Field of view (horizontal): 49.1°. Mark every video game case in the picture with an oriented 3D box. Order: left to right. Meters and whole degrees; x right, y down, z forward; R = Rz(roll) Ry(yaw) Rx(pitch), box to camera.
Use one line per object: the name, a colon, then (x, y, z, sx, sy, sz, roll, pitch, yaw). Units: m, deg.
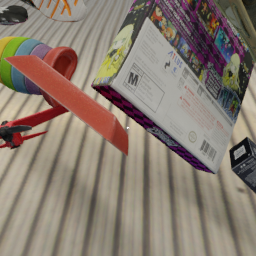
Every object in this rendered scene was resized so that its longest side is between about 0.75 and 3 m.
video game case: (1.076, -0.999, 4.630, 0.528, 2.948, 2.672, 8, 69, 47)

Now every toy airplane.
toy airplane: (-1.464, 0.088, 3.529, 1.817, 0.334, 1.817, -19, 5, 2)

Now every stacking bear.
stacking bear: (-2.216, -1.269, 5.507, 2.026, 1.152, 1.230, 16, 86, 8)

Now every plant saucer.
plant saucer: (-0.640, -0.280, 3.825, 1.631, 1.628, 0.299, 38, 85, 12)

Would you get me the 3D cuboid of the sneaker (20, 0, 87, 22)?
sneaker: (-1.534, -2.496, 5.223, 1.876, 0.734, 0.725, 30, 11, 10)

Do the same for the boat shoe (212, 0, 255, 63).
boat shoe: (2.107, -1.240, 3.718, 2.660, 0.970, 0.837, 40, 26, -21)

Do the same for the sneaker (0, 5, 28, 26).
sneaker: (-3.454, -2.922, 7.392, 1.488, 0.598, 0.643, -1, 5, -27)

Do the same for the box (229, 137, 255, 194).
box: (2.134, 0.662, 4.713, 0.758, 0.445, 0.745, 44, 26, -3)
